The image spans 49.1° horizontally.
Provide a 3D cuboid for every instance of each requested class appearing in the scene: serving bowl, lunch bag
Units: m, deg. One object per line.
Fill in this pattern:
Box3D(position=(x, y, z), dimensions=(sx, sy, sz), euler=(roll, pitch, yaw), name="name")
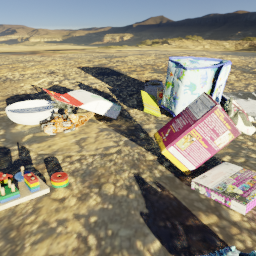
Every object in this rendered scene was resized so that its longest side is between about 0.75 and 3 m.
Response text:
Box3D(position=(-3.878, -0.580, 11.495), dimensions=(2.042, 0.671, 2.042), euler=(0, 19, 0), name="serving bowl")
Box3D(position=(3.062, -1.750, 12.049), dimensions=(2.755, 2.342, 1.755), euler=(-8, 33, -26), name="lunch bag")

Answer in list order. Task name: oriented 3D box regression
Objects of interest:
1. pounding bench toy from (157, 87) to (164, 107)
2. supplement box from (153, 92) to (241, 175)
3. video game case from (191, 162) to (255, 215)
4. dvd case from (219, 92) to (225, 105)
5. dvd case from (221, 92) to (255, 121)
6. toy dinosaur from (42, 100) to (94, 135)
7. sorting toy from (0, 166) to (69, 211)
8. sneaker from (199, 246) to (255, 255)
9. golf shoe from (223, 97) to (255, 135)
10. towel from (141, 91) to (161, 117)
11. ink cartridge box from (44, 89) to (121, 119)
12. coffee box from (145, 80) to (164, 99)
Box3D(position=(2.074, -1.520, 13.886), dimensions=(1.269, 0.788, 0.990), euler=(2, 20, 6), name="pounding bench toy")
Box3D(position=(1.764, 0.152, 7.331), dimensions=(1.810, 1.185, 0.934), euler=(-41, 28, 13), name="supplement box")
Box3D(position=(2.542, 1.366, 6.752), dimensions=(1.533, 0.275, 1.390), euler=(-17, 26, -39), name="video game case")
Box3D(position=(4.720, -1.594, 14.878), dimensions=(1.478, 0.243, 1.966), euler=(5, 21, 14), name="dvd case")
Box3D(position=(5.752, -1.058, 12.898), dimensions=(2.184, 0.359, 2.906), euler=(-2, 27, -5), name="dvd case")
Box3D(position=(-2.275, -0.249, 10.648), dimensions=(2.094, 1.070, 1.421), euler=(5, 25, -48), name="toy dinosaur")
Box3D(position=(-2.782, 1.332, 6.655), dimensions=(2.536, 0.429, 1.222), euler=(-16, 25, -36), name="sorting toy")
Box3D(position=(1.500, 2.088, 4.432), dimensions=(1.233, 0.532, 0.478), euler=(1, 20, 3), name="sneaker")
Box3D(position=(4.144, -0.374, 10.879), dimensions=(1.225, 1.074, 2.781), euler=(30, 25, 8), name="golf shoe")
Box3D(position=(1.011, -1.134, 12.894), dimensions=(0.834, 0.175, 1.939), euler=(22, 28, -15), name="towel")
Box3D(position=(-1.974, -1.276, 11.943), dimensions=(2.749, 0.689, 2.212), euler=(20, 7, -35), name="ink cartridge box")
Box3D(position=(1.452, -2.192, 15.806), dimensions=(1.021, 0.721, 1.806), euler=(1, 20, 2), name="coffee box")
